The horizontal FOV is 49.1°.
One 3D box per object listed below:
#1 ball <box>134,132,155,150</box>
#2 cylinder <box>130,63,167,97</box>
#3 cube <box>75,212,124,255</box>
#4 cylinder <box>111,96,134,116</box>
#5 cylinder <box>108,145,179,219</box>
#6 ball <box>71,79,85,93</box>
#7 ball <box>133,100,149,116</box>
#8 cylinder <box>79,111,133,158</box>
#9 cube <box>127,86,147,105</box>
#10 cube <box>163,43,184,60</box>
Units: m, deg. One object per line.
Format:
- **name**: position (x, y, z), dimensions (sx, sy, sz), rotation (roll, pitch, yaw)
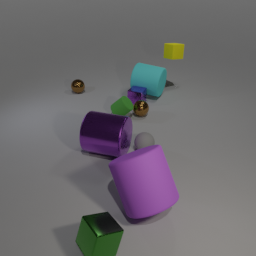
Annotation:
- **ball**: position (0.568, 0.486, 9.624), dimensions (0.700, 0.700, 0.700), rotation (0, 30, 0)
- **cylinder**: position (1.010, -2.349, 13.630), dimensions (1.400, 1.400, 1.400), rotation (16, 33, 18)
- **cube**: position (-0.631, 2.369, 6.144), dimensions (0.700, 0.700, 0.700), rotation (3, 20, -39)
- **cylinder**: position (-0.249, -0.870, 11.717), dimensions (0.700, 0.700, 0.700), rotation (-35, 16, 29)
- **cylinder**: position (0.393, 1.298, 7.001), dimensions (1.400, 1.400, 1.400), rotation (-20, 1, 0)
- **ball**: position (-2.533, -2.114, 14.173), dimensions (0.700, 0.700, 0.700), rotation (0, 30, 0)
- **ball**: position (0.550, -0.849, 11.980), dimensions (0.700, 0.700, 0.700), rotation (0, 30, 0)
- **cylinder**: position (-0.705, 0.205, 9.408), dimensions (1.400, 1.400, 1.400), rotation (9, 31, 15)
- **cube**: position (0.423, -1.495, 13.086), dimensions (0.700, 0.700, 0.700), rotation (12, 32, 20)
- **cube**: position (2.224, -3.733, 13.611), dimensions (0.700, 0.700, 0.700), rotation (-12, 25, -30)
